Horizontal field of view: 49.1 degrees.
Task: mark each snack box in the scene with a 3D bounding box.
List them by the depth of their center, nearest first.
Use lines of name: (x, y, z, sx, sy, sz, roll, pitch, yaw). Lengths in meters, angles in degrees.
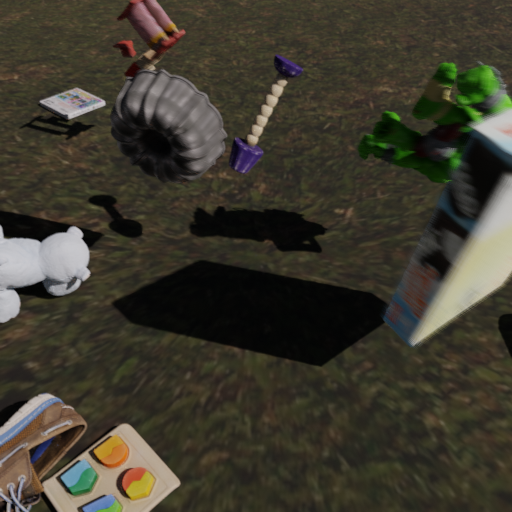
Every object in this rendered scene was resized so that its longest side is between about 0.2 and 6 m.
snack box: (2.759, -0.364, 6.622, 1.911, 3.289, 0.610, -27, 58, -25)

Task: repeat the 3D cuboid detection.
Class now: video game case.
video game case: (-5.002, -4.151, 15.245, 1.332, 0.158, 1.213, 30, 48, 32)

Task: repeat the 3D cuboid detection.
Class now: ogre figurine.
ogre figurine: (2.822, -1.777, 8.374, 1.561, 2.604, 1.277, 27, 49, -19)

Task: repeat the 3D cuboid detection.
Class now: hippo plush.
hippo plush: (-3.641, -0.050, 9.082, 1.663, 2.068, 1.647, -13, 63, -28)

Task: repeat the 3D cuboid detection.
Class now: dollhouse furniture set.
dollhouse furniture set: (-2.491, -4.453, 11.776, 1.952, 1.050, 0.794, -26, 20, 48)

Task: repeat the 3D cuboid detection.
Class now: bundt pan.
bundt pan: (-1.366, -1.749, 8.126, 1.774, 1.774, 0.666, 15, 53, 18)

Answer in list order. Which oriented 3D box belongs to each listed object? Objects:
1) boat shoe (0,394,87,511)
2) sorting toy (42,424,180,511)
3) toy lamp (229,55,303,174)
boat shoe: (-2.942, 2.595, 6.631, 0.819, 0.818, 2.264, 16, 42, 20)
sorting toy: (-1.791, 2.780, 6.875, 1.302, 0.237, 1.205, -31, 49, -32)
toy lamp: (0.098, -2.084, 8.475, 0.522, 1.792, 0.522, 24, 25, -12)
